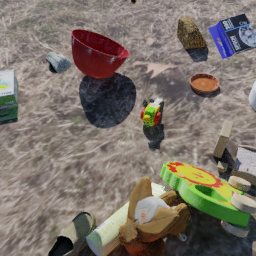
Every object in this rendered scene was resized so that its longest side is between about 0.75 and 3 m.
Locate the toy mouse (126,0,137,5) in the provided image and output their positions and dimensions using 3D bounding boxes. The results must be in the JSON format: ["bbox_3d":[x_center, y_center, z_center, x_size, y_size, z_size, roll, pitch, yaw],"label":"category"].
[{"bbox_3d":[0.054,-6.079,12.825,0.876,0.986,0.191,26,78,-25],"label":"toy mouse"}]

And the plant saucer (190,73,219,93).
[{"bbox_3d":[3.655,-2.146,13.458,1.391,0.225,1.391,0,46,0],"label":"plant saucer"}]

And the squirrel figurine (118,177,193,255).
[{"bbox_3d":[0.818,2.752,7.903,1.501,1.980,2.121,37,91,42],"label":"squirrel figurine"}]

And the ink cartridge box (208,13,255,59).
[{"bbox_3d":[3.144,-2.740,8.320,1.176,0.255,1.165,-19,75,-3],"label":"ink cartridge box"}]

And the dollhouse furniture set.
[{"bbox_3d":[4.460,1.022,9.765,2.769,1.226,1.435,19,49,17],"label":"dollhouse furniture set"}]

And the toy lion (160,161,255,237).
[{"bbox_3d":[2.262,1.793,8.473,2.721,0.974,2.838,20,11,14],"label":"toy lion"}]

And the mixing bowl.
[{"bbox_3d":[-1.533,-3.389,13.412,2.867,1.553,2.867,20,30,-12],"label":"mixing bowl"}]

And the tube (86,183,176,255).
[{"bbox_3d":[0.121,2.667,8.538,2.972,0.771,0.862,-35,63,-29],"label":"tube"}]

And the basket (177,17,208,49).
[{"bbox_3d":[3.710,-5.521,15.900,1.366,1.309,1.834,-8,47,-6],"label":"basket"}]

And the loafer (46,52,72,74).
[{"bbox_3d":[-2.190,-1.924,8.395,0.545,0.546,1.563,-53,33,-6],"label":"loafer"}]

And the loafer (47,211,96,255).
[{"bbox_3d":[-1.595,3.207,8.064,0.766,0.680,2.015,19,50,18],"label":"loafer"}]

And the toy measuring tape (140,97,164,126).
[{"bbox_3d":[1.066,-0.643,11.872,0.847,0.847,2.301,16,26,14],"label":"toy measuring tape"}]

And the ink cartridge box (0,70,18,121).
[{"bbox_3d":[-5.679,-1.476,12.433,1.367,0.781,2.634,-11,48,-10],"label":"ink cartridge box"}]

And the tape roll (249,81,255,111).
[{"bbox_3d":[6.578,-1.361,12.317,2.278,0.797,2.278,0,47,0],"label":"tape roll"}]
